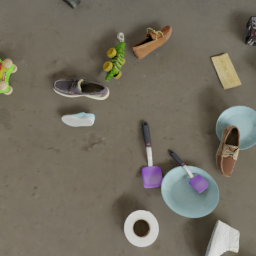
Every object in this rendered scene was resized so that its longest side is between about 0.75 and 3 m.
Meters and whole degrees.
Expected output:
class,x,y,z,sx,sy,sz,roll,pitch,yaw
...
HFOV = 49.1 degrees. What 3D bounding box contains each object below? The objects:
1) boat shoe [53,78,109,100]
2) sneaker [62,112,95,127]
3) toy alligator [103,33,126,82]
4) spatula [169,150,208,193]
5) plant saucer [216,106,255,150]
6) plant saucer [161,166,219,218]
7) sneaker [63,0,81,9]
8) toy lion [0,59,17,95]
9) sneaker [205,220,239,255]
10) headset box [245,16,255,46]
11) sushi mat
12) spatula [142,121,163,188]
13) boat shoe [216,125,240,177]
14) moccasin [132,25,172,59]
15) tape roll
class,x,y,z,sx,sy,sz,roll,pitch,yaw
boat shoe,-2.029,-1.776,11.996,2.443,0.792,0.879,11,71,4
sneaker,-2.056,-0.404,11.764,1.388,0.513,0.569,6,40,8
toy alligator,-0.438,-3.201,12.357,0.623,0.859,2.591,-1,68,40
spatula,2.306,1.627,11.000,0.576,0.209,2.037,-33,66,-14
plant saucer,4.497,-0.020,11.373,1.782,0.343,1.782,2,99,16
plant saucer,2.301,2.424,10.537,2.128,0.410,2.128,-1,49,1
sneaker,-2.853,-6.556,13.813,1.397,0.534,0.800,42,74,10
toy lion,-5.895,-2.364,12.386,1.670,0.598,1.743,1,71,8
sneaker,3.398,4.316,9.970,1.002,0.638,1.733,24,71,11
headset box,6.413,-4.418,12.996,1.658,0.640,1.234,10,71,2
sushi mat,4.413,-2.562,12.635,0.816,0.103,1.705,-14,72,-5
spatula,0.861,1.009,11.303,0.790,0.287,2.794,-4,70,-4
boat shoe,3.969,0.872,11.036,0.793,0.752,2.095,7,80,4
moccasin,1.090,-4.039,12.722,2.172,0.838,0.795,-35,36,-6
tape roll,0.487,3.672,10.291,1.269,0.444,1.269,0,71,0
